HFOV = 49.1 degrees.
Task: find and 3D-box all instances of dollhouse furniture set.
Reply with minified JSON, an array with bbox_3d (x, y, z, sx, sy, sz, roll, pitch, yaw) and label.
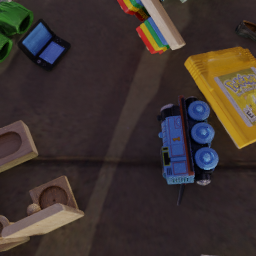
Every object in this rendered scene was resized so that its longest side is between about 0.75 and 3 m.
[{"bbox_3d":[-3.017,1.153,6.310,2.821,2.417,2.966,-24,73,-8],"label":"dollhouse furniture set"}]

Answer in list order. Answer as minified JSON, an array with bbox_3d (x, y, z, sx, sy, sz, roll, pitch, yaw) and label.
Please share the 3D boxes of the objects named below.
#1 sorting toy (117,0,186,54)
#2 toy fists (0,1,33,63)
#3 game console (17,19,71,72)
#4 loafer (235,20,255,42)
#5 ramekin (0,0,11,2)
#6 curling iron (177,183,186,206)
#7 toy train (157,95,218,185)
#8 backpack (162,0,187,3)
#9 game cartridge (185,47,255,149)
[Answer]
[{"bbox_3d":[0.620,-2.950,7.590,0.736,2.101,2.114,-32,96,23],"label":"sorting toy"},{"bbox_3d":[-3.928,-3.006,8.632,1.120,0.755,2.196,27,72,1],"label":"toy fists"},{"bbox_3d":[-2.498,-2.498,8.471,1.036,0.685,1.178,32,75,10],"label":"game console"},{"bbox_3d":[4.051,-3.008,8.760,1.271,0.460,0.463,16,71,5],"label":"loafer"},{"bbox_3d":[-4.018,-4.313,9.059,0.371,0.797,0.797,2,71,-12],"label":"ramekin"},{"bbox_3d":[1.524,1.459,7.406,0.303,0.156,1.224,21,72,7],"label":"curling iron"},{"bbox_3d":[1.502,0.303,7.336,1.386,1.051,2.425,-6,67,7],"label":"toy train"},{"bbox_3d":[1.905,-5.682,8.592,2.273,2.607,2.966,28,73,-8],"label":"backpack"},{"bbox_3d":[3.147,-1.011,7.666,2.406,0.443,2.729,-18,72,-29],"label":"game cartridge"}]
